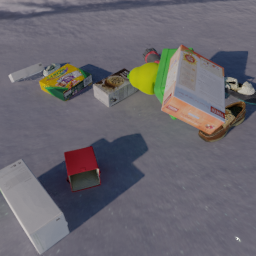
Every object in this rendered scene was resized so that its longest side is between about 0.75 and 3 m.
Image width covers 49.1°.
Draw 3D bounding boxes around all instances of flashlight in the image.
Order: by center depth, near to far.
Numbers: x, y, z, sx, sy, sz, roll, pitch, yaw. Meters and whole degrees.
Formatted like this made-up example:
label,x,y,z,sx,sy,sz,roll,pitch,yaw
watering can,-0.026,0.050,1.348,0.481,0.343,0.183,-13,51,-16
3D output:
label,x,y,z,sx,sy,sz,roll,pitch,yaw
flashlight,1.541,-3.162,14.269,0.831,0.834,2.455,-31,49,6

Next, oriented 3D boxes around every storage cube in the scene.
label,x,y,z,sx,sy,sz,roll,pitch,yaw
storage cube,-1.569,1.395,9.575,1.158,0.990,1.041,-12,46,-12

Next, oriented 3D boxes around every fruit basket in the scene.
label,x,y,z,sx,sy,sz,roll,pitch,yaw
fruit basket,1.572,-1.993,12.183,3.079,2.221,3.079,-24,41,22

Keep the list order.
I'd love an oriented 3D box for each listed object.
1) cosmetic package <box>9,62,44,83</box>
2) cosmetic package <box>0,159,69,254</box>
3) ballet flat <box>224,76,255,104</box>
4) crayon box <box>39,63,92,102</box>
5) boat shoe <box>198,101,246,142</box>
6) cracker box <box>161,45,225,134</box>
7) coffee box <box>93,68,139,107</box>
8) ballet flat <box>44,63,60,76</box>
label,x,y,z,sx,sy,sz,roll,pitch,yaw
cosmetic package,-5.039,-2.761,13.947,1.630,0.413,0.673,-30,18,-26
cosmetic package,-2.921,2.287,8.441,1.067,1.353,2.515,-30,51,-27
ballet flat,5.067,-1.830,12.904,2.386,0.871,0.871,28,51,24
crayon box,-2.971,-2.238,13.496,1.648,0.557,1.910,28,51,25
boat shoe,3.857,-0.369,11.362,2.549,0.941,0.964,-31,53,-27
cracker box,1.668,-1.005,6.967,1.381,0.595,2.062,26,49,-11
coffee box,-0.517,-1.902,13.015,1.929,0.770,1.090,-34,54,-29
ballet flat,-3.922,-3.112,14.492,0.420,0.420,1.210,20,48,19
